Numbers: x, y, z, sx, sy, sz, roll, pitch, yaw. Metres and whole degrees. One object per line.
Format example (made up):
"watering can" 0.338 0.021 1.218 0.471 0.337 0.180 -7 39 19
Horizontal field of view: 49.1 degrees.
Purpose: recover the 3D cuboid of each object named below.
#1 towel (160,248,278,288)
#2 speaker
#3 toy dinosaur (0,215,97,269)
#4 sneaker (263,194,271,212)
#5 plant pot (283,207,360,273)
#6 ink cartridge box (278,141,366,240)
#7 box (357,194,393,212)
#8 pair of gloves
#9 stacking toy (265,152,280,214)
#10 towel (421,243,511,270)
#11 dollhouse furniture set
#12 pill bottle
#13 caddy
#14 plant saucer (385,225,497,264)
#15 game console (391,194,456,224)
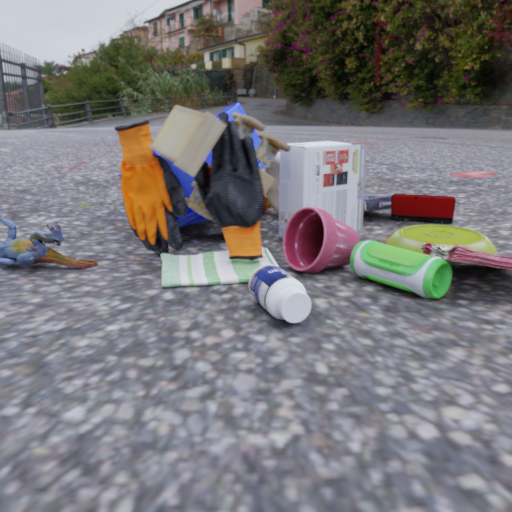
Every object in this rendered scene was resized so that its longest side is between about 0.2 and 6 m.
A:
"towel" -0.631 0.169 9.508 1.943 0.227 1.482 -3 17 -9
"speaker" 2.211 0.192 8.686 0.673 0.673 1.523 -13 21 -37
"toy dinosaur" -4.156 0.035 9.620 1.819 2.004 1.052 -19 36 35
"sneaker" -0.017 -1.399 13.969 0.896 0.776 1.985 21 29 5
"plant pot" 1.171 -0.231 9.562 0.993 1.110 1.110 7 10 -34
"ink cartridge box" 1.365 -1.325 11.496 1.717 1.956 0.820 -11 19 -35
"box" 2.510 -1.313 13.813 1.417 0.358 1.982 -9 8 -28
"pair of gloves" -1.163 -1.108 9.582 2.815 2.508 0.348 2 22 25
"stacking toy" 1.440 -1.856 13.801 2.211 1.615 1.615 -15 22 -38
"towel" 3.599 0.028 8.832 1.583 0.250 2.198 9 3 3
"dollhouse furniture set" -0.522 -1.526 9.520 2.128 1.865 1.414 30 3 -34
"pill bottle" 0.336 0.526 7.669 0.583 0.583 1.050 -6 18 -20
"caddy" -1.209 -1.816 12.512 2.617 1.943 3.701 -14 24 38
"plant saucer" 3.586 -0.290 10.901 2.076 0.323 2.076 -1 17 0
"game console" 3.892 -1.230 13.081 1.402 0.832 1.208 6 27 16
